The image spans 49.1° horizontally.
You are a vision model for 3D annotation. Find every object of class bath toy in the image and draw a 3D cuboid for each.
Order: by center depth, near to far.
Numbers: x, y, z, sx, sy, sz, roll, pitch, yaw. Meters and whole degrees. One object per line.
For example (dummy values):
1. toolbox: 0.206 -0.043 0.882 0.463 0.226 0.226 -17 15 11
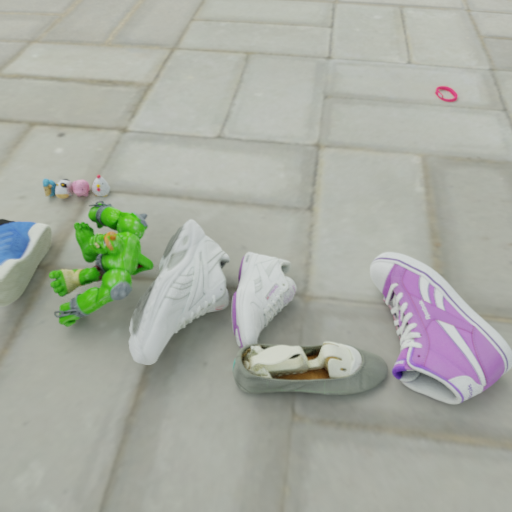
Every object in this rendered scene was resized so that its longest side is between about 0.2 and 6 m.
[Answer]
1. bath toy: -3.906 -1.516 12.237 1.359 0.502 0.591 -2 46 -3

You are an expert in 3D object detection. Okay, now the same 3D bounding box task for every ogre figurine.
1. ogre figurine: -2.670 0.014 9.951 1.431 1.171 2.387 -9 37 26

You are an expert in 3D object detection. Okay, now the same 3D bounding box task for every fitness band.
1. fitness band: 5.233 -4.451 15.408 0.506 0.132 0.705 -7 47 -11

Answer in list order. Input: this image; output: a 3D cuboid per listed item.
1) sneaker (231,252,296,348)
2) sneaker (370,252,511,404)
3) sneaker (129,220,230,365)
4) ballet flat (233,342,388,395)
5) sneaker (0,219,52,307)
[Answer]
1. sneaker: 0.148 0.738 9.786 1.074 0.807 2.156 5 46 5
2. sneaker: 2.588 1.148 9.252 1.647 1.047 2.889 -28 52 -21
3. sneaker: -1.133 0.695 9.491 1.408 1.104 2.834 31 53 -14
4. ballet flat: 0.886 1.722 8.814 2.517 0.802 0.848 -3 45 -3
5. sneaker: -4.796 0.061 10.370 1.219 0.841 2.192 10 40 2
